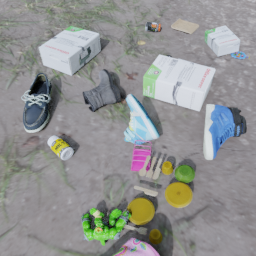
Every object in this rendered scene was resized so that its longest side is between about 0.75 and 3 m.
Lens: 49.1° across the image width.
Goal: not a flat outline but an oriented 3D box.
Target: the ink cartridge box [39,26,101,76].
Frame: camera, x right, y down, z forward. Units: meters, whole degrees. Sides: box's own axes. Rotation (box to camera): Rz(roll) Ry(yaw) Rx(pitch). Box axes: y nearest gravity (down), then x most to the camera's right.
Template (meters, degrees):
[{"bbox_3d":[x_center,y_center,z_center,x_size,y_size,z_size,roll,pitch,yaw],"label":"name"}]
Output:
[{"bbox_3d":[-2.656,-3.662,13.071,1.744,1.004,2.390,23,50,20],"label":"ink cartridge box"}]

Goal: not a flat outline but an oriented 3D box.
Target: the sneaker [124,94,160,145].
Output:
[{"bbox_3d":[0.165,-0.168,9.358,1.142,1.750,0.696,-30,8,14],"label":"sneaker"}]

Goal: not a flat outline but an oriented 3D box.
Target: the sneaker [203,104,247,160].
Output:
[{"bbox_3d":[3.320,0.099,9.513,1.401,0.967,2.519,4,39,16],"label":"sneaker"}]

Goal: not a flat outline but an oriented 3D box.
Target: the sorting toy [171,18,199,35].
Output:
[{"bbox_3d":[3.160,-5.583,15.488,1.239,0.226,1.147,29,53,19],"label":"sorting toy"}]

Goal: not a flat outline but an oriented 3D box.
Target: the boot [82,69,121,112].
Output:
[{"bbox_3d":[-1.234,-1.593,11.354,1.366,0.724,2.075,-19,45,-11],"label":"boot"}]

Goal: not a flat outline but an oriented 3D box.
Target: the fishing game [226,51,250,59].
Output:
[{"bbox_3d":[5.355,-3.580,13.591,1.104,0.172,0.790,15,46,15],"label":"fishing game"}]

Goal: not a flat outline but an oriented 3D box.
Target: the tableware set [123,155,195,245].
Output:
[{"bbox_3d":[0.950,1.986,7.950,1.663,0.379,2.469,12,56,18],"label":"tableware set"}]

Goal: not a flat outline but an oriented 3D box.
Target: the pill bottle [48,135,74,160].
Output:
[{"bbox_3d":[-2.259,0.644,9.330,0.867,0.495,0.495,35,56,29],"label":"pill bottle"}]

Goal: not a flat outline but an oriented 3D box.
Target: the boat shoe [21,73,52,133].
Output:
[{"bbox_3d":[-3.433,-1.036,10.669,1.045,0.863,2.790,2,46,2],"label":"boat shoe"}]

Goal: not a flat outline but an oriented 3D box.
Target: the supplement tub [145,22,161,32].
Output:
[{"bbox_3d":[1.358,-5.470,15.169,0.785,0.481,0.481,9,47,7],"label":"supplement tub"}]

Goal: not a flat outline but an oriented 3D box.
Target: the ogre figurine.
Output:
[{"bbox_3d":[-0.625,2.576,7.386,1.349,0.662,0.809,8,38,-1],"label":"ogre figurine"}]

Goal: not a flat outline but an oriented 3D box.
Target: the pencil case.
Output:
[{"bbox_3d":[-0.483,3.665,5.994,2.937,1.284,1.284,-33,55,-29],"label":"pencil case"}]

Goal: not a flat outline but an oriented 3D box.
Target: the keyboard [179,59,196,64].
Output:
[{"bbox_3d":[2.813,-3.019,13.125,1.081,0.058,0.304,22,50,20],"label":"keyboard"}]

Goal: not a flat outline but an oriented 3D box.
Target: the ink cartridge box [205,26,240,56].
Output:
[{"bbox_3d":[4.628,-4.300,13.839,1.128,0.650,1.546,-15,48,-2],"label":"ink cartridge box"}]

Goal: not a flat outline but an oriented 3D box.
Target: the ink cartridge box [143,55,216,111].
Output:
[{"bbox_3d":[2.059,-1.867,11.344,2.445,1.027,1.779,19,49,18],"label":"ink cartridge box"}]

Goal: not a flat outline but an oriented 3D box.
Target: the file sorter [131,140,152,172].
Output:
[{"bbox_3d":[0.442,0.892,9.052,0.606,0.547,0.872,5,47,4],"label":"file sorter"}]

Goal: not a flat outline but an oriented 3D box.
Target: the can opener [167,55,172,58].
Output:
[{"bbox_3d":[1.654,-3.078,13.055,1.090,0.428,0.345,-34,94,-25],"label":"can opener"}]
